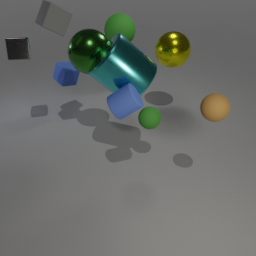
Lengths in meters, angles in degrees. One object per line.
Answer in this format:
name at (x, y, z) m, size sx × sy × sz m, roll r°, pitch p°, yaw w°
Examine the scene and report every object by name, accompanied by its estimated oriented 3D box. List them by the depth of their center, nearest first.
ball at (2.135, -0.502, 6.878) m, size 0.700 × 0.700 × 0.700 m, roll 0°, pitch 32°, yaw 0°
cylinder at (-0.071, -0.676, 7.182) m, size 0.700 × 0.700 × 0.700 m, roll -29°, pitch 28°, yaw 18°
cylinder at (-0.144, -1.643, 7.827) m, size 1.400 × 1.400 × 1.400 m, roll 36°, pitch 25°, yaw -22°
cube at (-2.156, -3.177, 8.111) m, size 0.700 × 0.700 × 0.700 m, roll 14°, pitch 17°, yaw -41°
ball at (0.662, -0.309, 8.582) m, size 0.700 × 0.700 × 0.700 m, roll 0°, pitch 32°, yaw 0°
ball at (-1.195, -2.399, 8.853) m, size 1.400 × 1.400 × 1.400 m, roll 0°, pitch 32°, yaw 0°
cube at (-3.668, -2.651, 9.386) m, size 0.700 × 0.700 × 0.700 m, roll -7°, pitch 17°, yaw -17°
ball at (1.752, -3.046, 10.944) m, size 1.400 × 1.400 × 1.400 m, roll 0°, pitch 32°, yaw 0°
cube at (-2.433, -2.135, 11.050) m, size 0.700 × 0.700 × 0.700 m, roll 41°, pitch 36°, yaw 26°
ball at (-0.358, -4.376, 12.509) m, size 1.400 × 1.400 × 1.400 m, roll 0°, pitch 32°, yaw 0°
